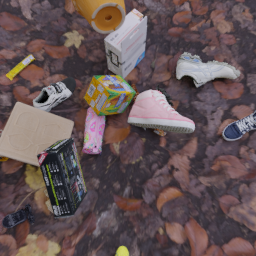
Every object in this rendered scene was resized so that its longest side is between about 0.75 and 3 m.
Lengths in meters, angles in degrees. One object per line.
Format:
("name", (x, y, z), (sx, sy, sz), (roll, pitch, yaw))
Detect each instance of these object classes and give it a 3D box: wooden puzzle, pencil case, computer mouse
("wooden puzzle", (-3.524, 0.378, 10.856), (2.399, 0.600, 2.590), (21, 48, -17))
("pencil case", (-1.359, 0.123, 11.386), (0.844, 0.844, 1.930), (4, 69, 1))
("computer mouse", (-4.155, 3.433, 10.592), (1.125, 0.296, 0.779), (-19, 70, -18))

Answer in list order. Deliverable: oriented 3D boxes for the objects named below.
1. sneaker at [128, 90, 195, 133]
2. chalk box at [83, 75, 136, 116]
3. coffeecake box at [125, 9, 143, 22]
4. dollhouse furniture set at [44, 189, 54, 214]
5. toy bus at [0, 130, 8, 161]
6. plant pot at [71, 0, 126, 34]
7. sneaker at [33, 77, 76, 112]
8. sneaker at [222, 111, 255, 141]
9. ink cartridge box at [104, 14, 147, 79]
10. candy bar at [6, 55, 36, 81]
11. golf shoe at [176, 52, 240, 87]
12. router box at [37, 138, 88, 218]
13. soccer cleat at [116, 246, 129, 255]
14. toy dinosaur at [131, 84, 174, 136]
("sneaker", (1.139, -0.633, 9.394), (2.611, 0.983, 1.365), (10, 79, 45))
("chalk box", (-0.594, -1.353, 11.439), (1.910, 1.192, 1.184), (-12, 53, -46))
("coffeecake box", (-0.046, -4.410, 12.723), (0.567, 1.192, 1.553), (42, 76, 13))
("dollhouse furniture set", (-2.699, 2.730, 10.866), (0.885, 0.758, 0.931), (-40, 41, -13))
("toy bus", (-5.153, 0.813, 11.294), (1.037, 0.568, 1.099), (40, 40, -8))
("plant pot", (-0.922, -4.352, 9.784), (1.953, 1.953, 1.788), (-16, 61, -5))
("sneaker", (-3.094, -1.501, 11.895), (0.797, 0.952, 2.150), (41, 75, 14))
("sneaker", (4.850, -0.179, 11.345), (2.034, 1.104, 0.713), (-23, 73, -7))
("ink cartridge box", (-0.082, -3.441, 11.569), (0.935, 2.755, 1.598), (38, 75, 12))
("candy bar", (-4.857, -2.775, 12.716), (0.383, 0.170, 1.535), (41, 76, 9))
("golf shoe", (3.432, -2.341, 12.303), (2.717, 1.064, 1.321), (15, 91, 9))
("router box", (-1.805, 1.360, 7.969), (0.584, 1.408, 1.879), (-10, 100, 11))
("soccer cleat", (-0.265, 5.062, 9.786), (0.553, 0.715, 1.710), (9, 72, 3))
("toy dinosaur", (0.977, -0.872, 11.625), (1.669, 1.256, 2.460), (-38, 97, 4))
